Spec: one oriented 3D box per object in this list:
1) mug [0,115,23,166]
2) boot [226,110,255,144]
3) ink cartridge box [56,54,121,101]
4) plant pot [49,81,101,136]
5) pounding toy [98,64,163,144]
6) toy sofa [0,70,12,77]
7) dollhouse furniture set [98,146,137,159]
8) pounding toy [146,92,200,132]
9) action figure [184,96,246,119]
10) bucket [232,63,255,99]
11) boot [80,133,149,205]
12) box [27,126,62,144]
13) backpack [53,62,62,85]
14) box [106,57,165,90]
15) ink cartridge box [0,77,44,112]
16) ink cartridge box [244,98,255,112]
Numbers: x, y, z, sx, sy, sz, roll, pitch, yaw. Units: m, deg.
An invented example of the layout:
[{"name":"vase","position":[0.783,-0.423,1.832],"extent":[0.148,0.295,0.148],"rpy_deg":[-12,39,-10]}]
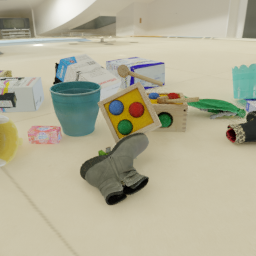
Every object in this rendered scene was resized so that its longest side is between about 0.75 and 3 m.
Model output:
[{"name":"mug","position":[-4.528,0.495,8.896],"extent":[1.599,1.948,1.560],"rpy_deg":[0,54,21]},{"name":"boot","position":[4.469,-0.073,10.541],"extent":[1.684,0.805,2.230],"rpy_deg":[-3,23,-2]},{"name":"ink cartridge box","position":[-2.024,-2.546,14.515],"extent":[2.713,1.144,1.980],"rpy_deg":[40,38,16]},{"name":"plant pot","position":[-1.953,-0.708,10.747],"extent":[1.903,1.788,1.903],"rpy_deg":[0,23,0]},{"name":"pounding toy","position":[0.166,-1.011,9.197],"extent":[2.179,2.480,1.135],"rpy_deg":[-26,-6,8]},{"name":"toy sofa","position":[-7.504,-2.505,15.783],"extent":[1.273,1.081,2.610],"rpy_deg":[-1,23,-4]},{"name":"dollhouse furniture set","position":[-0.348,0.811,8.890],"extent":[1.227,0.474,0.613],"rpy_deg":[-15,28,-30]},{"name":"pounding toy","position":[1.591,-0.803,11.222],"extent":[2.043,1.578,2.220],"rpy_deg":[1,23,3]},{"name":"action figure","position":[3.828,-0.883,12.457],"extent":[2.787,0.762,1.646],"rpy_deg":[11,24,8]},{"name":"bucket","position":[6.370,-2.258,13.851],"extent":[2.471,1.608,2.471],"rpy_deg":[0,6,0]},{"name":"boot","position":[0.037,1.137,7.820],"extent":[2.467,0.835,1.612],"rpy_deg":[-30,41,-30]},{"name":"box","position":[-3.005,0.247,10.144],"extent":[1.073,0.508,0.551],"rpy_deg":[1,23,3]},{"name":"backpack","position":[-3.466,-2.781,15.979],"extent":[1.222,1.611,1.930],"rpy_deg":[-9,31,-30]},{"name":"box","position":[0.443,-3.391,17.317],"extent":[2.579,1.471,2.804],"rpy_deg":[-19,30,-35]},{"name":"ink cartridge box","position":[-5.823,-1.680,13.676],"extent":[2.958,1.225,2.156],"rpy_deg":[-2,24,-5]},{"name":"ink cartridge box","position":[6.362,-0.759,12.480],"extent":[1.488,0.523,2.494],"rpy_deg":[-3,26,-6]}]
